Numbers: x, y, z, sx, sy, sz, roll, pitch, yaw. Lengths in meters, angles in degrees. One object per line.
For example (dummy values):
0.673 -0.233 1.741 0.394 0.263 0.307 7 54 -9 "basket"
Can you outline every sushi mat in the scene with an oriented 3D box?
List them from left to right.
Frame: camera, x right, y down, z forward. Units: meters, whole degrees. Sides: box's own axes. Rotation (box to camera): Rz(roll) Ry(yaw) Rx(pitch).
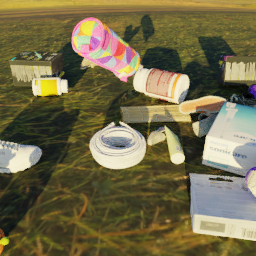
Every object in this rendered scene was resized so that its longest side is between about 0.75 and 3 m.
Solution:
1.163 -0.618 12.203 2.920 0.177 1.397 -2 29 -5 "sushi mat"

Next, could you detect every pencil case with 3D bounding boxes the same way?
-0.567 -2.376 8.836 1.216 1.216 2.752 18 1 28 "pencil case"

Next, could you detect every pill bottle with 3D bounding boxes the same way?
-3.853 -2.069 13.982 1.631 0.891 0.891 -3 30 -6 "pill bottle"
1.584 -2.113 13.558 2.409 1.375 1.375 19 35 28 "pill bottle"

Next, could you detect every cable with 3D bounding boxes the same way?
-0.353 0.620 9.625 1.925 0.666 1.925 -27 41 -37 "cable"

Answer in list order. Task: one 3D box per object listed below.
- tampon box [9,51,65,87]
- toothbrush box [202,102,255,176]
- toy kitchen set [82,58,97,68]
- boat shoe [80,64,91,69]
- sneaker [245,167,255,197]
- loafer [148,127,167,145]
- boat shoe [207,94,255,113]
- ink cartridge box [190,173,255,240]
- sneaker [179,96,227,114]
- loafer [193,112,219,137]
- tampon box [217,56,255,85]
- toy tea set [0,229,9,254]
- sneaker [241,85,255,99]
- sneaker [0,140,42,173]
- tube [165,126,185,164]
-4.900 -3.230 15.368 2.339 1.476 1.753 5 31 8 "tampon box"
3.947 0.320 9.588 2.041 1.189 2.787 14 33 23 "toothbrush box"
-1.702 -3.574 12.608 1.209 1.337 1.482 -21 -5 -26 "toy kitchen set"
-2.716 -4.058 17.907 0.393 0.354 1.093 12 32 20 "boat shoe"
4.319 1.453 7.751 2.868 0.997 1.427 11 17 -13 "sneaker"
1.162 0.297 10.394 0.439 0.440 1.258 12 31 33 "loafer"
4.698 -0.984 12.074 2.941 0.936 1.040 6 31 11 "boat shoe"
2.634 2.027 7.549 1.879 0.660 2.312 4 13 8 "ink cartridge box"
3.171 -0.971 11.641 1.980 0.707 0.791 -3 9 32 "sneaker"
3.141 -0.333 11.092 0.674 0.673 1.928 -31 4 44 "loafer"
6.065 -3.031 14.647 2.329 1.470 1.746 2 14 5 "tampon box"
-4.050 2.605 6.259 2.906 1.076 1.728 21 66 26 "toy tea set"
5.883 -1.590 13.421 0.896 0.627 1.803 3 31 7 "sneaker"
-4.056 0.816 8.981 2.450 0.986 0.936 -7 29 -14 "sneaker"
1.636 0.568 9.923 0.459 0.513 1.769 -4 32 2 "tube"
